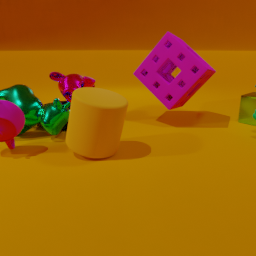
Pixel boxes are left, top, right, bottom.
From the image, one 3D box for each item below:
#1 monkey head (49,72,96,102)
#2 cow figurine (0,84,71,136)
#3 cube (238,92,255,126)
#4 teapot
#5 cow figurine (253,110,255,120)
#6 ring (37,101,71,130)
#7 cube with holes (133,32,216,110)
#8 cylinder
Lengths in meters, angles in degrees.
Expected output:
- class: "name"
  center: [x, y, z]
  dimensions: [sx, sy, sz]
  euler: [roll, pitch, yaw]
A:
- class: "monkey head"
  center: [-1.224, -1.066, 6.879]
  dimensions: [1.306, 0.939, 0.787]
  euler: [13, 43, -42]
- class: "cow figurine"
  center: [-2.106, -0.458, 6.331]
  dimensions: [1.554, 0.867, 1.579]
  euler: [-28, 65, -6]
- class: "cube"
  center: [3.464, -0.501, 7.390]
  dimensions: [0.748, 0.748, 0.748]
  euler: [-16, 23, -40]
- class: "teapot"
  center: [-2.353, -0.114, 5.137]
  dimensions: [0.820, 1.319, 0.646]
  euler: [-11, 42, -4]
- class: "cow figurine"
  center: [3.356, -0.229, 5.994]
  dimensions: [1.174, 0.655, 1.193]
  euler: [31, 1, 21]
- class: "ring"
  center: [-1.535, -0.389, 7.599]
  dimensions: [2.039, 0.408, 2.039]
  euler: [0, 17, 0]
- class: "cube with holes"
  center: [1.243, -1.443, 7.293]
  dimensions: [1.321, 1.321, 1.321]
  euler: [47, 24, 12]
- class: "cylinder"
  center: [-0.594, -0.120, 5.272]
  dimensions: [1.023, 1.023, 1.023]
  euler: [11, 24, -5]
